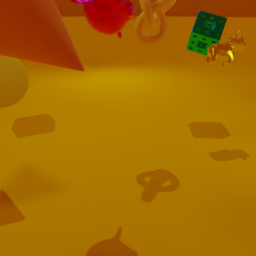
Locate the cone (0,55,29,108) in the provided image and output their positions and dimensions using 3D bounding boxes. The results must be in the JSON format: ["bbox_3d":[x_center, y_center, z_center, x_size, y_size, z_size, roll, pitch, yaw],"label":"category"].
[{"bbox_3d":[-2.339,-0.809,5.206,0.949,0.949,0.952,-9,2,-19],"label":"cone"}]

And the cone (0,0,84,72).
[{"bbox_3d":[-1.063,-1.094,3.028,1.555,1.549,1.549,39,33,5],"label":"cone"}]

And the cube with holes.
[{"bbox_3d":[2.309,-2.775,8.310,0.833,0.833,0.833,20,71,8],"label":"cube with holes"}]

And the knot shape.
[{"bbox_3d":[0.612,-2.455,5.994,0.523,1.131,1.059,31,63,30],"label":"knot shape"}]

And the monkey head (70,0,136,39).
[{"bbox_3d":[-0.313,-1.886,4.276,0.707,0.844,1.174,-20,-25,33],"label":"monkey head"}]

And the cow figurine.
[{"bbox_3d":[2.407,-1.968,6.919,0.953,0.938,0.523,6,2,-14],"label":"cow figurine"}]
